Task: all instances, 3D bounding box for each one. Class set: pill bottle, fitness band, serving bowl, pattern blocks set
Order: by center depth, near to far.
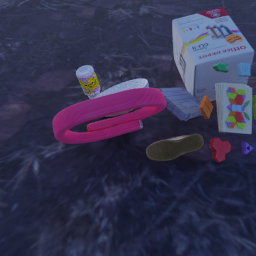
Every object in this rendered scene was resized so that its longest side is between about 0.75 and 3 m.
[{"bbox_3d":[-0.440,-0.243,7.009,2.848,2.045,0.533,-16,76,0],"label":"fitness band"},{"bbox_3d":[2.895,-0.519,7.587,2.239,2.548,0.206,-12,2,-25],"label":"pattern blocks set"},{"bbox_3d":[-0.185,-0.868,8.781,1.917,0.631,1.917,-20,22,9],"label":"serving bowl"},{"bbox_3d":[-1.274,-1.475,9.312,0.583,1.118,0.583,-9,47,10],"label":"pill bottle"}]

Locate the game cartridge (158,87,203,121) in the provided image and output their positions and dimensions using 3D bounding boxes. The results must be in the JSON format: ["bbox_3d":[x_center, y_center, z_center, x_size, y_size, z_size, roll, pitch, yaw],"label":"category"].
[{"bbox_3d":[1.589,-0.725,8.195,1.183,0.350,1.825,49,31,19],"label":"game cartridge"}]

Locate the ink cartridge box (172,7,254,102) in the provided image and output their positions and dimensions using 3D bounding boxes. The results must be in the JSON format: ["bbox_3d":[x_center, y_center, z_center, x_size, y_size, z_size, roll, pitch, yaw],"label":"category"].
[{"bbox_3d":[2.715,-2.404,9.418,1.839,1.831,2.532,-14,53,1],"label":"ink cartridge box"}]

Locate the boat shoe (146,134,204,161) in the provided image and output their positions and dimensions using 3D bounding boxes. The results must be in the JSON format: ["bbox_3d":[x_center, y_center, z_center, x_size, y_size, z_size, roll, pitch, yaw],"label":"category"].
[{"bbox_3d":[1.254,0.539,7.607,1.547,0.535,0.570,-12,85,2],"label":"boat shoe"}]
